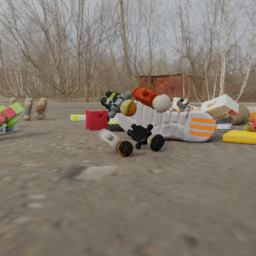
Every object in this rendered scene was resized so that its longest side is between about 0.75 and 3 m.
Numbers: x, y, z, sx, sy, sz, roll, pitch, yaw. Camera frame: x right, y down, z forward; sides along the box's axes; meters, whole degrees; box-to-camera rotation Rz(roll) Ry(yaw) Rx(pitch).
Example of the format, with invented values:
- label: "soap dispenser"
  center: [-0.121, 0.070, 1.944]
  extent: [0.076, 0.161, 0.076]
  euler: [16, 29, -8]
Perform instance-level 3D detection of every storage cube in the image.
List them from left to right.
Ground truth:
- label: "storage cube"
  center: [-1.185, -0.308, 10.504]
  extent: [0.683, 0.718, 0.799]
  euler: [-3, 8, -24]

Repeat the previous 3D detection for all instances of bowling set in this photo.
- label: "bowling set"
  center: [-4.907, -0.794, 14.321]
  extent: [2.177, 1.169, 1.515]
  euler: [-4, 26, -39]

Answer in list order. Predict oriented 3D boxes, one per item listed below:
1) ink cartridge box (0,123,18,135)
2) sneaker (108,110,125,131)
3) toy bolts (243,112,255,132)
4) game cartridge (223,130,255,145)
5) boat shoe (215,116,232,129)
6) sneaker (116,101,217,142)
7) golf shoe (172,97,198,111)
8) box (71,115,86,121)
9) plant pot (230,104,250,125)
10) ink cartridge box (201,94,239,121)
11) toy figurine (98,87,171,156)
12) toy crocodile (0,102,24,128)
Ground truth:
- label: "ink cartridge box"
  center: [-4.424, 0.043, 9.336]
  extent: [0.785, 0.309, 1.578]
  euler: [1, 8, 5]
- label: "sneaker"
  center: [-0.331, -0.537, 10.877]
  extent: [0.931, 1.075, 2.595]
  euler: [-1, 7, -7]
- label: "toy bolts"
  center: [3.847, -0.081, 8.274]
  extent: [0.534, 0.736, 0.771]
  euler: [25, 1, 11]
- label: "game cartridge"
  center: [3.475, 0.280, 7.742]
  extent: [1.416, 0.230, 1.249]
  euler: [7, 9, 31]
- label: "boat shoe"
  center: [2.894, -0.311, 10.702]
  extent: [2.020, 0.669, 0.706]
  euler: [2, 7, 20]
- label: "sneaker"
  center: [1.156, -0.141, 8.443]
  extent: [2.867, 1.112, 1.606]
  euler: [12, 6, 14]
- label: "golf shoe"
  center: [3.561, -1.266, 17.022]
  extent: [1.015, 1.158, 2.629]
  euler: [4, 6, 39]
- label: "box"
  center: [-2.332, -0.529, 14.314]
  extent: [1.108, 0.264, 0.675]
  euler: [-1, 8, -19]
- label: "plant pot"
  center: [4.616, -0.468, 11.981]
  extent: [0.780, 0.895, 0.895]
  euler: [-24, 17, -25]
- label: "ink cartridge box"
  center: [2.816, -0.600, 8.621]
  extent: [0.663, 0.381, 0.913]
  euler: [27, -27, -27]
- label: "toy figurine"
  center: [0.152, -0.130, 6.110]
  extent: [1.434, 1.457, 1.014]
  euler: [-10, 28, -42]
- label: "toy crocodile"
  center: [-3.715, -0.227, 8.039]
  extent: [0.587, 0.641, 1.900]
  euler: [-33, 9, 38]
